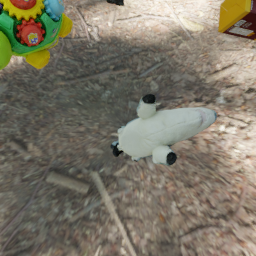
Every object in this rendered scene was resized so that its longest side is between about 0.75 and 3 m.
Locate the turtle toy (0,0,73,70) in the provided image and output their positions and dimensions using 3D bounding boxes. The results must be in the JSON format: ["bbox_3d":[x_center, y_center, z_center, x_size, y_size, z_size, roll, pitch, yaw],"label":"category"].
[{"bbox_3d":[-2.626,-2.448,6.500,2.111,1.464,2.897,33,73,-13],"label":"turtle toy"}]

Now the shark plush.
[{"bbox_3d":[0.382,0.226,4.615,0.918,2.205,1.002,-19,75,-36],"label":"shark plush"}]

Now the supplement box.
[{"bbox_3d":[2.932,-2.707,6.566,1.129,1.113,0.749,8,83,-12],"label":"supplement box"}]

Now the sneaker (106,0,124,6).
[{"bbox_3d":[-0.396,-4.029,8.710,0.299,0.357,0.787,17,20,31],"label":"sneaker"}]
